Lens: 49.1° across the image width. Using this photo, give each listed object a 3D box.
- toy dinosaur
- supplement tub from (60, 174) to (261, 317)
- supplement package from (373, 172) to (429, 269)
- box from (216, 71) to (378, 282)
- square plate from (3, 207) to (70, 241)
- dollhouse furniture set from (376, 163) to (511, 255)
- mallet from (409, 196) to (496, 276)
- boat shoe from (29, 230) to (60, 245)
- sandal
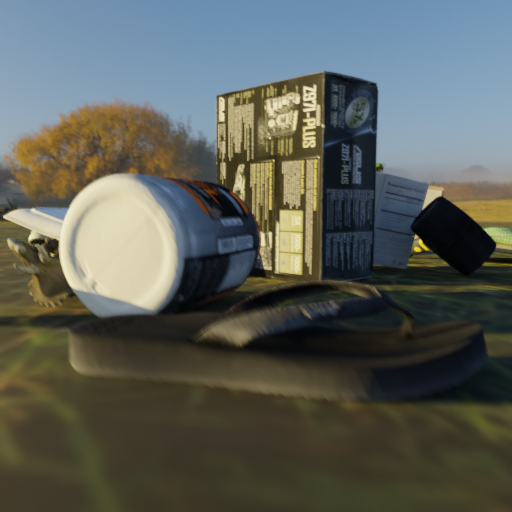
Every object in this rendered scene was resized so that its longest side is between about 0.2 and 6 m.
[{"bbox_3d":[-1.584,0.184,5.735,1.981,0.763,1.013,4,13,-38],"label":"toy dinosaur"},{"bbox_3d":[-0.712,-0.104,5.121,1.197,1.197,1.954,2,5,19],"label":"supplement tub"},{"bbox_3d":[1.947,-0.568,8.535,0.778,1.326,0.775,9,10,-18],"label":"supplement package"},{"bbox_3d":[0.486,-1.011,7.708,1.103,2.561,2.098,-4,6,-42],"label":"box"},{"bbox_3d":[-4.046,-0.724,13.621,2.822,0.401,2.796,19,12,24],"label":"square plate"},{"bbox_3d":[3.606,-0.828,10.324,3.462,1.336,1.730,10,7,16],"label":"dollhouse furniture set"},{"bbox_3d":[2.903,-0.104,9.011,1.092,0.682,3.315,42,-1,11],"label":"mallet"},{"bbox_3d":[-5.318,-0.692,14.828,0.905,0.787,2.455,0,5,2],"label":"boat shoe"},{"bbox_3d":[0.074,0.403,3.078,2.335,0.500,0.888,1,5,7],"label":"sandal"}]
